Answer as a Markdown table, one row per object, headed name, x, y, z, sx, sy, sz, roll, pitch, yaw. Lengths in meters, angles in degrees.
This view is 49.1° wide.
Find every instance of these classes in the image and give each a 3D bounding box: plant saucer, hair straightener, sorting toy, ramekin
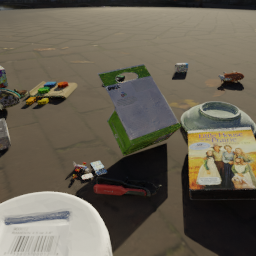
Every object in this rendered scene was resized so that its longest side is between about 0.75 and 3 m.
| name | x | y | z | sx | sy | sz | roll | pitch | yaw |
| --- | --- | --- | --- | --- | --- | --- | --- | --- | --- |
| plant saucer | 3.273 | -0.391 | 10.125 | 2.671 | 0.670 | 2.671 | 0 | 29 | 0 |
| hair straightener | 0.008 | 1.418 | 7.199 | 1.709 | 0.350 | 0.658 | 1 | 29 | 2 |
| sorting toy | -3.525 | -1.666 | 12.740 | 1.799 | 0.323 | 2.415 | 5 | 30 | 9 |
| ramekin | -1.503 | 2.309 | 4.620 | 2.704 | 1.318 | 2.704 | 0 | 30 | 0 |

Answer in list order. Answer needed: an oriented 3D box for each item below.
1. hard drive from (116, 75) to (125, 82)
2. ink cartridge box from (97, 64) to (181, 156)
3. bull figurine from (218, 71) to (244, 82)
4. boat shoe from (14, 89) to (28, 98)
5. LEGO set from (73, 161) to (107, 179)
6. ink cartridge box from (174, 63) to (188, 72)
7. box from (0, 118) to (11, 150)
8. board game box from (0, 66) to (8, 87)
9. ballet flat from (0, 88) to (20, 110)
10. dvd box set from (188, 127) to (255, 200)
| name | x | y | z | sx | sy | sz | roll | pitch | yaw |
| --- | --- | --- | --- | --- | --- | --- | --- | --- | --- |
| hard drive | -0.689 | -2.499 | 14.372 | 0.706 | 0.191 | 1.011 | 15 | 33 | 24 |
| ink cartridge box | 0.225 | -0.653 | 8.903 | 1.845 | 0.946 | 2.497 | -18 | 72 | -27 |
| bull figurine | 5.219 | -2.634 | 14.358 | 1.351 | 0.440 | 0.820 | -1 | 29 | -2 |
| boat shoe | -4.940 | -1.551 | 12.467 | 0.393 | 0.393 | 1.063 | 17 | 33 | 28 |
| LEGO set | -1.131 | 1.136 | 7.858 | 0.931 | 0.228 | 0.695 | -12 | 28 | -20 |
| ink cartridge box | 2.957 | -3.386 | 15.702 | 0.764 | 0.443 | 0.259 | -3 | 29 | -6 |
| box | -4.847 | 0.325 | 9.049 | 1.846 | 0.446 | 1.462 | -14 | 32 | -23 |
| board game box | -6.815 | -2.360 | 13.421 | 1.696 | 0.873 | 0.889 | -21 | 36 | -33 |
| ballet flat | -5.746 | -1.081 | 11.274 | 2.944 | 1.059 | 1.059 | 9 | 31 | 17 |
| dvd box set | 2.628 | 0.870 | 7.681 | 1.924 | 0.387 | 2.630 | -3 | 32 | 14 |
